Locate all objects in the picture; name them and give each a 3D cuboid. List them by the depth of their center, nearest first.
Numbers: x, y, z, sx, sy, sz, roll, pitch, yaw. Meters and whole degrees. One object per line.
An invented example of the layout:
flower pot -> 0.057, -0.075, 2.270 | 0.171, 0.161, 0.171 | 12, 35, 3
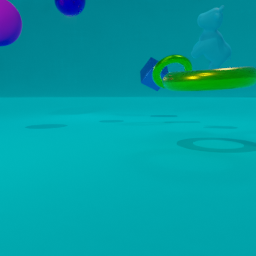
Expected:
ring -> 1.478, -0.897, 5.101 | 1.682, 0.336, 1.682 | -4, 11, 1
cow figurine -> 2.290, -2.362, 7.376 | 1.401, 1.378, 0.769 | 38, 36, -6
ball -> -3.470, -2.810, 7.435 | 1.240, 1.240, 1.240 | 0, 7, 0
ball -> -1.779, -3.926, 8.596 | 0.954, 0.954, 0.954 | 0, 7, 0
ring -> 1.492, -1.866, 9.419 | 1.368, 1.368, 0.274 | -1, 48, -10
cube -> 1.140, -2.332, 12.163 | 0.894, 0.894, 0.894 | 23, 40, -22
